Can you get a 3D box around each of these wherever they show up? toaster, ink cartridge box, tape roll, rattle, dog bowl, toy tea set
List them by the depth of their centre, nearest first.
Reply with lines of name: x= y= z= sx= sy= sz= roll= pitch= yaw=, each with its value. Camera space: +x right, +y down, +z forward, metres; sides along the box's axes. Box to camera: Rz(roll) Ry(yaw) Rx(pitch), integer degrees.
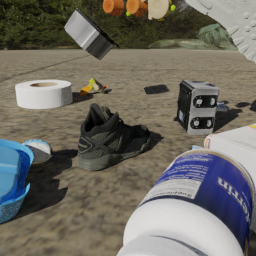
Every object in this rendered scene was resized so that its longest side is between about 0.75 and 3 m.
ink cartridge box: x=2.433 y=0.725 z=4.807 sx=1.772 sy=1.304 sz=1.282 roll=-11 pitch=22 yaw=-32
dog bowl: x=-2.368 y=0.894 z=5.025 sx=1.158 sy=0.515 sz=2.078 roll=11 pitch=22 yaw=-19
toy tea set: x=0.284 y=-2.742 z=5.702 sx=1.769 sy=1.052 sz=0.655 roll=17 pitch=23 yaw=35
toaster: x=2.087 y=-0.666 z=8.685 sx=0.948 sy=1.445 sz=1.598 roll=1 pitch=20 yaw=-7
toaster: x=-1.327 y=-3.347 z=10.279 sx=1.576 sy=0.935 sz=1.425 roll=47 pitch=13 yaw=18
tape roll: x=-3.530 y=-1.475 z=11.913 sx=2.304 sy=0.806 sz=2.304 roll=-1 pitch=19 yaw=0
rattle: x=-1.589 y=-1.838 z=13.882 sx=0.918 sy=1.008 sz=1.411 roll=34 pitch=8 yaw=11

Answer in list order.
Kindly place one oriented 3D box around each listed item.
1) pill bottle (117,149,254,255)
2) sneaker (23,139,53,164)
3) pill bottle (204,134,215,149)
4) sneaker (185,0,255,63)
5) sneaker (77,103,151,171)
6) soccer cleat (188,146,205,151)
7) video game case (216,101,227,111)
pill bottle: x=0.741 y=1.225 z=3.360 sx=1.320 sy=1.320 sz=2.281 roll=9 pitch=22 yaw=24
sneaker: x=-2.479 y=0.679 z=6.242 sx=1.589 sy=0.596 sz=0.689 roll=-7 pitch=25 yaw=6
pill bottle: x=2.291 y=0.464 z=6.890 sx=0.438 sy=0.438 sz=0.767 roll=-10 pitch=22 yaw=-26
sneaker: x=2.292 y=-2.350 z=5.566 sx=2.763 sy=1.056 sz=1.112 roll=39 pitch=37 yaw=-12
sneaker: x=-0.220 y=0.029 z=6.787 sx=0.916 sy=1.373 sz=2.397 roll=19 pitch=24 yaw=39
soccer cleat: x=1.618 y=0.702 z=6.217 sx=0.538 sy=0.435 sz=1.246 roll=5 pitch=20 yaw=8
video game case: x=3.078 y=-0.907 z=11.287 sx=1.586 sy=0.143 sz=1.135 roll=3 pitch=20 yaw=8
